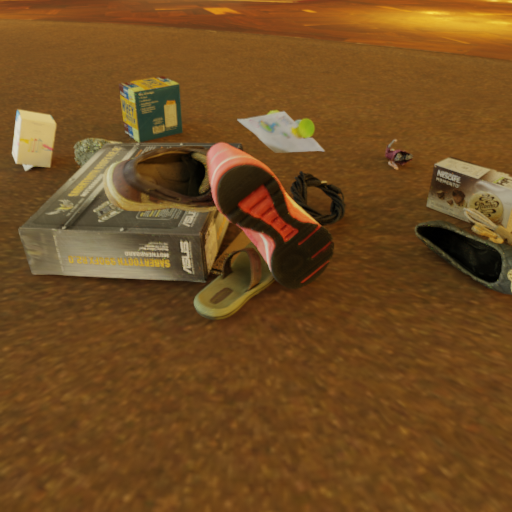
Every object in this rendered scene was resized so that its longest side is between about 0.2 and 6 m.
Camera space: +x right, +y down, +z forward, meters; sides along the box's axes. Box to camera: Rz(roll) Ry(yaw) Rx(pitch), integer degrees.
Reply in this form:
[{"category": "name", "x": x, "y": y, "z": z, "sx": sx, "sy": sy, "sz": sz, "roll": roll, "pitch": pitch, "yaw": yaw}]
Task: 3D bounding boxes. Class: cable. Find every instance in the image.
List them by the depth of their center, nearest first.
[{"category": "cable", "x": 1.266, "y": -1.194, "z": 11.451, "sx": 1.255, "sy": 0.391, "sz": 1.538, "roll": 39, "pitch": 38, "yaw": -5}]

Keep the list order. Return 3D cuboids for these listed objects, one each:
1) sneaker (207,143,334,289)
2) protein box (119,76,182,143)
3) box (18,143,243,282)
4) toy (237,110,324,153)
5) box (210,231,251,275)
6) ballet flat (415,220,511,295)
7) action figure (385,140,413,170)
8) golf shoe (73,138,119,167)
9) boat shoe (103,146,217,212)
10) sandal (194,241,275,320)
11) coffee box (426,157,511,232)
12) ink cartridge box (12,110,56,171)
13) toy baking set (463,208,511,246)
[{"category": "sneaker", "x": 0.244, "y": -0.692, "z": 8.952, "sx": 1.139, "sy": 3.091, "sz": 1.341, "roll": -35, "pitch": 43, "yaw": 5}, {"category": "protein box", "x": -2.946, "y": -4.144, "z": 15.779, "sx": 1.417, "sy": 1.428, "sz": 0.963, "roll": -21, "pitch": 38, "yaw": -30}, {"category": "box", "x": -2.157, "y": -1.067, "z": 11.201, "sx": 3.276, "sy": 1.000, "sz": 4.137, "roll": 1, "pitch": 32, "yaw": 8}, {"category": "toy", "x": 0.564, "y": -2.648, "z": 11.586, "sx": 0.484, "sy": 1.181, "sz": 2.051, "roll": -56, "pitch": 27, "yaw": -5}, {"category": "box", "x": -0.038, "y": 0.022, "z": 10.379, "sx": 1.138, "sy": 0.148, "sz": 1.393, "roll": 13, "pitch": 35, "yaw": 20}, {"category": "ballet flat", "x": 3.742, "y": 0.036, "z": 9.698, "sx": 0.707, "sy": 0.827, "sz": 2.489, "roll": 4, "pitch": 19, "yaw": -31}, {"category": "action figure", "x": 3.550, "y": -2.522, "z": 14.278, "sx": 0.637, "sy": 0.708, "sz": 0.950, "roll": 33, "pitch": 4, "yaw": -26}, {"category": "golf shoe", "x": -3.233, "y": -2.393, "z": 13.792, "sx": 2.356, "sy": 0.922, "sz": 1.145, "roll": 9, "pitch": 16, "yaw": 4}, {"category": "boat shoe", "x": -0.986, "y": -1.267, "z": 9.031, "sx": 2.872, "sy": 1.033, "sz": 0.931, "roll": -8, "pitch": -2, "yaw": -41}, {"category": "sandal", "x": -0.227, "y": 0.269, "z": 9.331, "sx": 0.851, "sy": 0.612, "sz": 2.143, "roll": 17, "pitch": 38, "yaw": 24}, {"category": "coffee box", "x": 4.569, "y": -1.271, "z": 11.617, "sx": 0.724, "sy": 1.025, "sz": 1.813, "roll": -26, "pitch": 41, "yaw": -36}, {"category": "ink cartridge box", "x": -5.557, "y": -2.834, "z": 13.967, "sx": 0.820, "sy": 1.310, "sz": 0.842, "roll": 2, "pitch": 27, "yaw": -31}, {"category": "toy baking set", "x": 4.619, "y": -0.396, "z": 10.431, "sx": 1.530, "sy": 0.232, "sz": 1.994, "roll": 27, "pitch": 24, "yaw": -5}]
